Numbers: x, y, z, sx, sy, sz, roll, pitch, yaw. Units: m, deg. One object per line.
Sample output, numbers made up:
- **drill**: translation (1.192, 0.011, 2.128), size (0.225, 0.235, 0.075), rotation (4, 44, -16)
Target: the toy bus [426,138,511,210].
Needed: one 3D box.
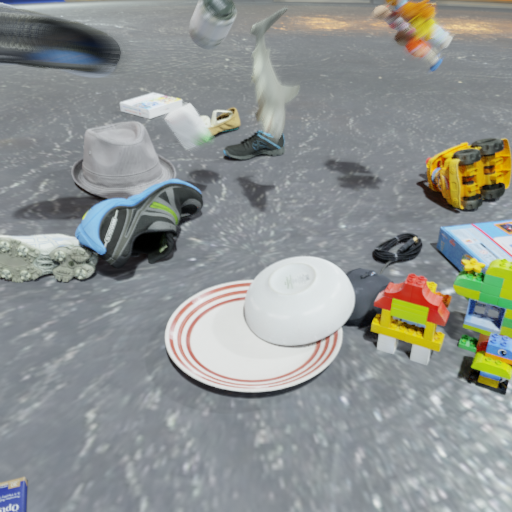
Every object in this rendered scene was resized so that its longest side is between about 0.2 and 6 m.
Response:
- **toy bus**: translation (4.349, -1.845, 12.191), size (1.814, 1.231, 1.742), rotation (-25, 26, -30)

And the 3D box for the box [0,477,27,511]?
- **box**: translation (-2.588, 2.670, 5.577), size (0.548, 0.147, 0.904), rotation (-10, 34, -15)

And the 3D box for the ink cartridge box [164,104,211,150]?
- **ink cartridge box**: translation (-1.358, -2.567, 11.141), size (0.563, 0.771, 0.325), rotation (-14, 38, 30)

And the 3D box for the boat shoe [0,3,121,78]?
- **boat shoe**: translation (-3.232, -3.113, 8.080), size (2.618, 0.915, 0.867), rotation (6, 4, -30)

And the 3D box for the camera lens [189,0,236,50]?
- **camera lens**: translation (-0.753, -4.046, 9.611), size (0.659, 0.824, 0.659), rotation (7, 70, -20)

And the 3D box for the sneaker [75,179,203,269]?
- **sneaker**: translation (-1.905, -0.527, 10.172), size (1.283, 1.097, 3.095), rotation (48, 31, 3)

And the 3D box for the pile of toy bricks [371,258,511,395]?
- **pile of toy bricks**: translation (3.351, 0.690, 7.427), size (3.252, 1.606, 1.804), rotation (15, 34, 23)

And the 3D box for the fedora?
- **fedora**: translation (-3.108, -2.366, 12.914), size (2.317, 1.183, 2.620), rotation (-14, 34, -22)

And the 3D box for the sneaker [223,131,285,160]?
- **sneaker**: translation (-0.058, -2.863, 14.237), size (1.634, 0.669, 0.598), rotation (-12, 33, -18)

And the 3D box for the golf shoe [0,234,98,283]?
- **golf shoe**: translation (-3.695, -0.036, 9.614), size (1.994, 0.781, 0.969), rotation (7, 22, -4)

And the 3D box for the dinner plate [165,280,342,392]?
- **dinner plate**: translation (-0.037, 1.121, 7.989), size (2.494, 0.302, 2.494), rotation (0, 31, 0)

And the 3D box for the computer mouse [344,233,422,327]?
- **computer mouse**: translation (2.083, 0.207, 9.300), size (0.896, 0.520, 3.056), rotation (16, 34, 27)

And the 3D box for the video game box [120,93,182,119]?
- **video game box**: translation (-3.304, -4.756, 17.697), size (1.328, 0.341, 1.457), rotation (19, 36, 33)

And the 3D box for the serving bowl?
- **serving bowl**: translation (0.585, 0.524, 8.194), size (1.653, 0.544, 1.653), rotation (-10, 37, 8)

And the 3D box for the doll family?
- **doll family**: translation (2.730, -4.147, 9.776), size (1.152, 0.837, 1.856), rotation (23, 33, -29)

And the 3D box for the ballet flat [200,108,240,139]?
- **ballet flat**: translation (-1.281, -3.668, 15.582), size (0.712, 0.653, 2.073), rotation (22, 37, 35)

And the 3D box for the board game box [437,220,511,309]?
- **board game box**: translation (4.895, 0.039, 9.562), size (2.797, 0.512, 2.116), rotation (-7, 32, -11)

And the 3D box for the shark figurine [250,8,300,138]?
- **shark figurine**: translation (0.360, -3.194, 10.083), size (0.878, 2.105, 1.258), rotation (-9, 11, -7)
